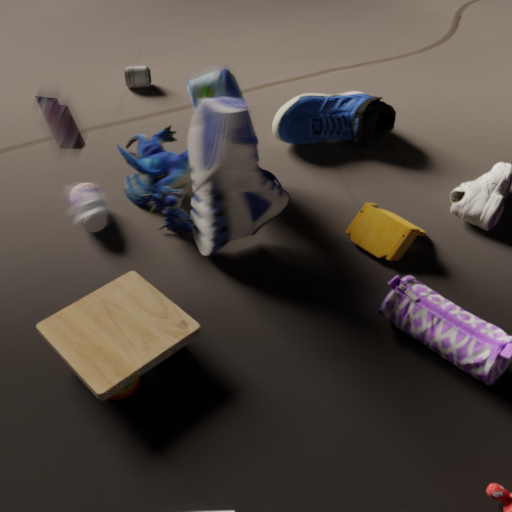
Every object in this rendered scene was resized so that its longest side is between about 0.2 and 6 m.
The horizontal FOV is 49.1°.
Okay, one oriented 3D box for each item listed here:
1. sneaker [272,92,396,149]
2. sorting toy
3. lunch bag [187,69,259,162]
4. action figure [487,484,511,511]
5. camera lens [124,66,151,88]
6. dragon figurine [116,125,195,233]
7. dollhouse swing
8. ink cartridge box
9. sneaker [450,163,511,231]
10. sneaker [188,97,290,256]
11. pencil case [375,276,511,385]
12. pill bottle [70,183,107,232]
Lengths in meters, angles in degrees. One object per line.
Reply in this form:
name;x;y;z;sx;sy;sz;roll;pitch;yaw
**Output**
sneaker;2.082;-3.340;13.978;3.146;1.207;1.750;-16;34;-28
sorting toy;-2.137;1.319;8.865;1.839;0.644;1.850;-32;50;-32
lunch bag;-0.609;-2.700;11.752;1.042;2.032;2.528;-18;7;2
action figure;3.711;3.093;6.613;1.830;0.906;0.597;20;43;26
camera lens;-3.567;-5.405;16.915;0.757;0.605;0.605;-5;40;-7
dragon figurine;-2.335;-1.897;12.296;1.967;1.164;3.956;-32;51;-33
dollhouse swing;2.648;-0.414;11.283;1.147;1.009;1.043;37;93;35
ink cartridge box;-3.544;-2.441;10.150;1.086;0.201;0.514;62;28;5
sneaker;4.845;-1.448;12.025;1.103;0.829;2.215;20;44;22
sneaker;-0.270;-1.504;10.433;1.736;3.005;1.214;-14;39;-27
pencil case;3.030;1.102;8.895;2.176;0.930;0.913;33;62;32
pill bottle;-3.444;-0.983;11.589;0.628;0.628;1.126;-15;41;-18
